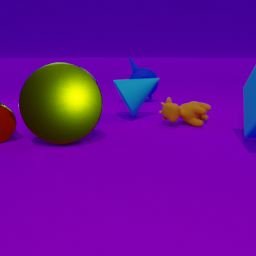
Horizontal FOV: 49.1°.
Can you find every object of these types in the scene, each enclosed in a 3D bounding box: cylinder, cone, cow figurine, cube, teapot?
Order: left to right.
[{"bbox_3d":[-2.933,-0.172,6.006,0.854,0.854,0.854,-10,19,-33],"label":"cylinder"},{"bbox_3d":[-1.441,-0.456,6.403,1.645,1.645,1.651,-2,-3,-8],"label":"cone"},{"bbox_3d":[0.499,-1.775,10.419,1.139,1.833,0.897,-29,35,5],"label":"teapot"},{"bbox_3d":[0.382,-1.113,7.922,1.183,1.178,1.178,-30,18,-1],"label":"cone"},{"bbox_3d":[1.475,-0.442,7.314,1.143,0.638,1.162,19,24,23],"label":"cow figurine"},{"bbox_3d":[2.970,-0.516,5.320,1.187,1.187,1.187,4,-21,9],"label":"cube"}]
